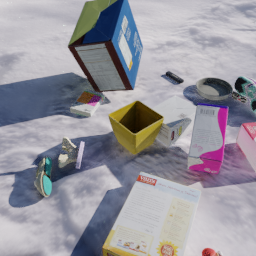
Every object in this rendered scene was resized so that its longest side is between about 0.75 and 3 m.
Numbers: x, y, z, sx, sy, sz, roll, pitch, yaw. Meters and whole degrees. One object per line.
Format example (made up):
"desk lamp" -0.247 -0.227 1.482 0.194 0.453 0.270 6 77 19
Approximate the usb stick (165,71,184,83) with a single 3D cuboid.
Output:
"usb stick" 2.294 -2.513 13.808 0.313 0.184 1.128 -24 46 -26

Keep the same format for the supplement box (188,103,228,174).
"supplement box" 2.636 0.333 9.277 1.034 1.056 2.043 9 60 15

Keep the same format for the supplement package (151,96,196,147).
"supplement package" 1.675 -0.299 10.602 1.679 0.931 1.308 -30 47 -29

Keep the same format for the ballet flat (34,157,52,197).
"ballet flat" -2.688 1.583 8.820 0.539 0.539 1.553 -5 39 -6

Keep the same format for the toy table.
"toy table" -1.866 0.845 9.264 0.714 1.121 1.220 10 11 -8

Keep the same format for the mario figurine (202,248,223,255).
"mario figurine" 2.159 3.383 6.812 0.594 0.510 0.963 10 35 -50

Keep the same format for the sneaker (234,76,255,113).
"sneaker" 5.864 -1.388 11.943 1.673 0.929 2.391 -6 53 -25

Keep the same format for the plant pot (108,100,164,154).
"plant pot" 0.280 0.056 9.955 1.413 1.246 1.413 -29 48 -29

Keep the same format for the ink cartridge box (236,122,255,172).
"ink cartridge box" 5.187 0.563 9.591 2.255 0.933 1.652 -6 41 -7

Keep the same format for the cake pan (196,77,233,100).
"cake pan" 3.937 -1.794 12.865 1.655 0.304 1.655 0 41 0

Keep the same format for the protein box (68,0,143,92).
"protein box" -0.775 -3.520 12.103 1.916 2.840 2.819 0 58 20

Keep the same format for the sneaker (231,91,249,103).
"sneaker" 4.966 -1.364 12.435 0.811 0.327 0.338 40 38 26

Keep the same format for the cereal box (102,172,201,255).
"cereal box" 0.745 2.528 7.586 1.921 0.528 2.670 16 43 18

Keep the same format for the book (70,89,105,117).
"book" -1.707 -1.092 12.041 0.956 0.344 1.431 15 44 15
